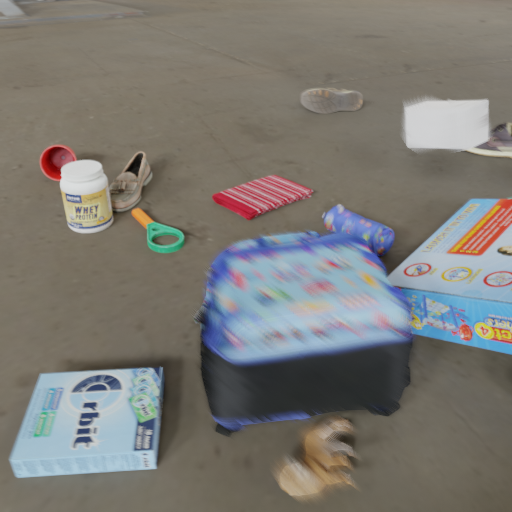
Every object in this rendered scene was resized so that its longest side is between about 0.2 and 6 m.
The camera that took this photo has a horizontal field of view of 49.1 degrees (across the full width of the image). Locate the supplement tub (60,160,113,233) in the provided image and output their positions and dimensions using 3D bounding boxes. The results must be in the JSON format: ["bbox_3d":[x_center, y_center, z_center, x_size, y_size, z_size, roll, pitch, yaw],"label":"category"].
[{"bbox_3d":[-3.514,-1.226,11.593,0.943,1.306,0.943,0,32,0],"label":"supplement tub"}]

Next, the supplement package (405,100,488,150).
[{"bbox_3d":[2.988,-2.071,8.817,0.641,0.649,1.071,-26,27,-38],"label":"supplement package"}]

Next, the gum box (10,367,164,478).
[{"bbox_3d":[-2.085,2.095,7.233,1.673,0.373,1.421,-2,32,-3],"label":"gum box"}]

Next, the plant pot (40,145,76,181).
[{"bbox_3d":[-4.856,-2.375,13.914,0.882,0.882,0.780,-5,22,-9],"label":"plant pot"}]

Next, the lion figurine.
[{"bbox_3d":[0.741,2.407,6.726,0.768,0.454,1.254,-11,8,16],"label":"lion figurine"}]

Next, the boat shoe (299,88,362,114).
[{"bbox_3d":[2.381,-5.075,18.303,2.134,0.795,0.782,0,22,-16],"label":"boat shoe"}]

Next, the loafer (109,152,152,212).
[{"bbox_3d":[-2.980,-1.767,13.047,0.757,0.662,2.107,4,33,6],"label":"loafer"}]

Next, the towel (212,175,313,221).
[{"bbox_3d":[0.138,-1.382,12.869,1.960,0.220,1.417,-23,37,-35],"label":"towel"}]

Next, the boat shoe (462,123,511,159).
[{"bbox_3d":[6.670,-3.126,14.975,2.734,0.886,0.983,19,37,27],"label":"boat shoe"}]

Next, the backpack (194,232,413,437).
[{"bbox_3d":[0.499,0.687,7.882,2.749,2.026,3.011,-5,32,-6],"label":"backpack"}]

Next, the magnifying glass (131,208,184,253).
[{"bbox_3d":[-2.102,-0.553,11.588,0.719,0.202,1.805,-20,37,-29],"label":"magnifying glass"}]

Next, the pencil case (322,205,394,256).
[{"bbox_3d":[2.024,-0.547,11.150,0.575,0.640,1.474,-27,42,-31],"label":"pencil case"}]

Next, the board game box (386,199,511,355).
[{"bbox_3d":[4.099,0.188,8.554,3.173,0.887,3.106,-35,27,-33],"label":"board game box"}]
